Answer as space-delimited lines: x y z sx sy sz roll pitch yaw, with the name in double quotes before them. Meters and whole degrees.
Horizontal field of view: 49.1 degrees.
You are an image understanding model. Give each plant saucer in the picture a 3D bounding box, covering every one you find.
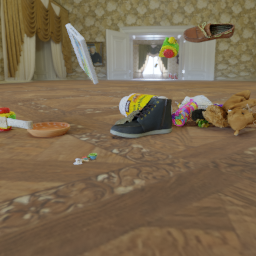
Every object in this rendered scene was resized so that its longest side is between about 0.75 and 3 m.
"plant saucer" -3.088 0.058 10.965 1.626 0.304 1.626 1 12 0

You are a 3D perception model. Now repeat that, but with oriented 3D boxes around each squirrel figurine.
"squirrel figurine" 4.188 -0.423 11.340 2.155 1.525 2.011 -9 18 27

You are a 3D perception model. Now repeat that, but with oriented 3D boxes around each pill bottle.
"pill bottle" 0.719 -0.874 12.726 1.317 1.317 2.410 -11 17 -40

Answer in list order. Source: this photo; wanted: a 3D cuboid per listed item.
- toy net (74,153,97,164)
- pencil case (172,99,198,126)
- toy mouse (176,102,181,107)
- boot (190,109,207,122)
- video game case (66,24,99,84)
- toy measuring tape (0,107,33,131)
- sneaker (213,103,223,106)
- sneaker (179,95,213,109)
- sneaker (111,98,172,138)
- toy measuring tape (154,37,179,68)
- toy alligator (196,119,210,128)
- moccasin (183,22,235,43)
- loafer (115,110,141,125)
"toy net" -1.236 0.844 7.852 0.401 0.147 0.764 12 17 41
"pencil case" 2.584 -0.711 12.669 0.757 0.757 1.713 8 29 32
"toy mouse" 3.837 -1.306 16.836 1.597 0.348 1.797 -2 13 -5
"boot" 3.233 -0.524 12.965 1.839 0.712 1.272 7 2 -34
"video game case" -2.049 -3.330 12.592 0.253 2.213 2.014 -26 45 -11
"toy measuring tape" -4.607 -0.316 11.212 2.740 1.008 1.008 6 14 26
"sneaker" 5.106 -1.122 16.015 0.620 0.433 1.246 -10 11 -14
"sneaker" 3.778 -1.181 14.242 1.010 0.979 2.765 27 -8 -40
"sneaker" 0.528 -0.451 10.719 2.618 1.390 0.979 -7 14 -28
"toy measuring tape" 1.798 -3.318 12.715 0.815 0.815 2.215 -2 -22 -11
"toy alligator" 3.286 -0.164 12.067 1.199 0.288 0.398 1 33 -48
"moccasin" 3.836 -4.588 13.349 2.349 0.859 0.907 4 -10 14
"loafer" 0.134 -0.272 11.572 1.365 0.519 0.460 -31 39 -7
